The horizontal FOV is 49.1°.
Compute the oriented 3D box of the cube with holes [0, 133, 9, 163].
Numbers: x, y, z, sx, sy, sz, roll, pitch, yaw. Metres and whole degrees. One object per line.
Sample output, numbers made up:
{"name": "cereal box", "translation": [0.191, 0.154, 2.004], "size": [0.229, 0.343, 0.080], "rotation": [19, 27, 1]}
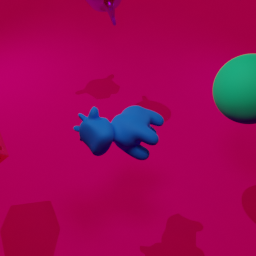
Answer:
{"name": "cube with holes", "translation": [-3.184, 0.355, 5.482], "size": [0.973, 0.973, 0.973], "rotation": [-37, 63, 9]}

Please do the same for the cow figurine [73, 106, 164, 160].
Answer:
{"name": "cow figurine", "translation": [-0.145, -0.011, 5.003], "size": [1.409, 0.786, 1.432], "rotation": [27, 37, -1]}

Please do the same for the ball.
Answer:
{"name": "ball", "translation": [2.367, -0.752, 5.480], "size": [1.359, 1.359, 1.359], "rotation": [0, 44, 0]}

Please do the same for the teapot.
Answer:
{"name": "teapot", "translation": [-0.659, -3.763, 7.868], "size": [1.253, 0.987, 2.016], "rotation": [-17, 62, -3]}
